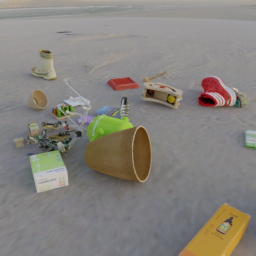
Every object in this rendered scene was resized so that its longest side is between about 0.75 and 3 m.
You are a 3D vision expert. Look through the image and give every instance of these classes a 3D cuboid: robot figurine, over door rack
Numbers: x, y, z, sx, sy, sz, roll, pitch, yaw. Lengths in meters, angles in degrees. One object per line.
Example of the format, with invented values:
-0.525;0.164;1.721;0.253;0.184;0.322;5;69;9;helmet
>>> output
-0.581;0.204;9.839;1.955;1.131;1.715;15;28;30;robot figurine
-2.254;-0.813;10.935;0.643;1.427;1.931;-10;48;-39;over door rack

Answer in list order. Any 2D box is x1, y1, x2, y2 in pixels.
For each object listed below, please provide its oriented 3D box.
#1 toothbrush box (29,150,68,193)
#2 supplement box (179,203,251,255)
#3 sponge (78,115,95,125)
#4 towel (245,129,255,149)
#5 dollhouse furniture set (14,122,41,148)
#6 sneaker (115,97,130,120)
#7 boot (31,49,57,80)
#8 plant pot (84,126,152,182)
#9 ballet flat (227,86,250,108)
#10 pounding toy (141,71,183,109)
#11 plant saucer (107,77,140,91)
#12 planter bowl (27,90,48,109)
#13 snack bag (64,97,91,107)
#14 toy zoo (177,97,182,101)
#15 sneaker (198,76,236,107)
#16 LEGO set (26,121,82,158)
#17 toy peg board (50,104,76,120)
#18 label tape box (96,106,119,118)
-2.401;1.273;8.452;0.910;0.538;1.250;-12;29;-22;toothbrush box
1.871;2.483;6.021;0.676;0.699;2.031;24;38;37;supplement box
-1.593;-0.314;11.907;0.965;0.144;0.538;11;30;20;sponge
4.872;0.464;10.444;0.943;0.194;1.264;8;31;19;towel
-3.871;0.134;10.551;0.967;0.608;1.093;-14;31;-25;dollhouse furniture set
-0.436;-0.492;10.987;0.857;1.485;0.557;2;-4;25;sneaker
-5.269;-3.989;17.224;2.206;1.706;0.795;22;35;35;boot
-0.357;0.806;8.517;1.761;1.641;1.641;-4;24;24;plant pot
5.294;-1.609;13.809;0.707;0.637;1.878;-20;36;-7;ballet flat
1.495;-1.964;13.408;2.446;1.403;1.399;27;29;31;pounding toy
-0.285;-2.580;16.096;1.524;0.280;1.527;-10;29;-18;plant saucer
-4.282;-1.265;13.076;0.616;0.915;0.915;-17;18;30;planter bowl
-2.513;-1.282;13.794;1.041;0.111;0.981;-19;33;-33;snack bag
2.345;-1.514;14.252;0.890;0.091;0.584;16;31;28;toy zoo
4.002;-1.875;13.957;1.557;1.056;2.695;-7;27;-15;sneaker
-2.541;0.435;10.130;1.808;0.789;2.784;2;15;0;LEGO set
-2.931;-0.824;12.552;0.923;0.451;0.919;-18;33;-32;toy peg board
-0.710;-0.594;12.211;1.116;0.353;0.805;11;30;20;label tape box
